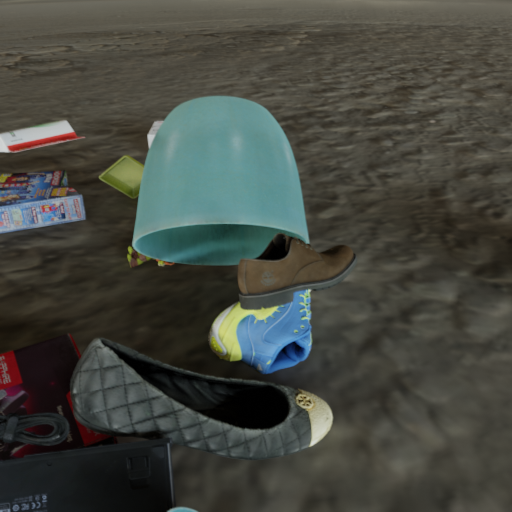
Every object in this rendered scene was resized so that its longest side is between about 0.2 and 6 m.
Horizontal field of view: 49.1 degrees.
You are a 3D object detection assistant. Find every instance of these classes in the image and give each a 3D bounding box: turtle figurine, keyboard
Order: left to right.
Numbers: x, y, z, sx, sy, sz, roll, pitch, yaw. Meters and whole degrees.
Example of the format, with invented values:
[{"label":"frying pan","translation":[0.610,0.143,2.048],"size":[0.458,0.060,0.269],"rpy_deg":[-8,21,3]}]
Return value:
[{"label":"keyboard","translation":[-2.073,2.099,4.718],"size":[2.786,0.357,1.673],"rpy_deg":[-1,70,-20]},{"label":"turtle figurine","translation":[-1.696,-0.104,9.417],"size":[0.872,0.348,1.081],"rpy_deg":[-14,45,2]}]

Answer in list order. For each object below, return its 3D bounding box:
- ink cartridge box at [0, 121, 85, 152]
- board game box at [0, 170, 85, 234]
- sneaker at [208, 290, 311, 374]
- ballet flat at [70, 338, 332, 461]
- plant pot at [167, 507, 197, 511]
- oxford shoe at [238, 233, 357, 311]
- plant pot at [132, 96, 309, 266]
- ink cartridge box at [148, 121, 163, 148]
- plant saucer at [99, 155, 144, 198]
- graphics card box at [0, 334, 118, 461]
[{"label":"ink cartridge box","translation":[-2.854,-1.571,7.334],"size":[0.902,0.281,1.121],"rpy_deg":[-21,19,-28]},{"label":"board game box","translation":[-4.233,-1.082,10.914],"size":[1.797,0.555,1.798],"rpy_deg":[-4,30,-8]},{"label":"sneaker","translation":[0.434,0.869,7.539],"size":[1.154,0.832,2.198],"rpy_deg":[33,49,25]},{"label":"ballet flat","translation":[-0.416,1.484,5.735],"size":[2.877,0.817,0.956],"rpy_deg":[13,20,-23]},{"label":"plant pot","translation":[-0.686,2.645,4.267],"size":[0.760,1.128,1.128],"rpy_deg":[-36,28,14]},{"label":"oxford shoe","translation":[0.587,0.064,7.145],"size":[1.918,0.810,0.697],"rpy_deg":[-16,11,-39]},{"label":"plant pot","translation":[-0.495,-1.067,8.086],"size":[2.458,1.973,2.458],"rpy_deg":[-1,-13,0]},{"label":"ink cartridge box","translation":[-2.251,-3.054,14.318],"size":[0.831,0.484,1.149],"rpy_deg":[0,31,0]},{"label":"plant saucer","translation":[-2.529,-1.627,11.224],"size":[0.888,0.887,0.213],"rpy_deg":[-29,46,32]},{"label":"graphics card box","translation":[-3.023,1.951,5.593],"size":[2.944,0.749,1.847],"rpy_deg":[-17,35,-24]}]
